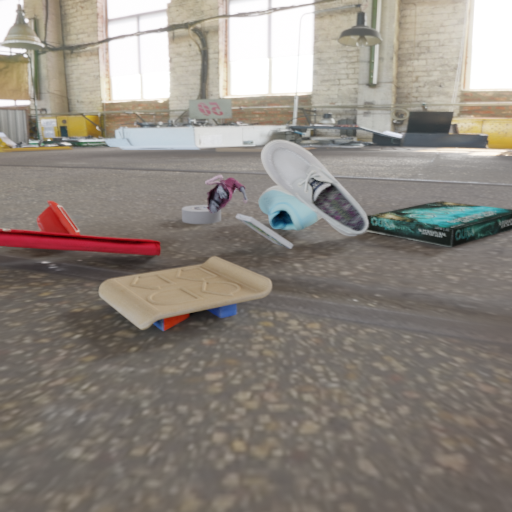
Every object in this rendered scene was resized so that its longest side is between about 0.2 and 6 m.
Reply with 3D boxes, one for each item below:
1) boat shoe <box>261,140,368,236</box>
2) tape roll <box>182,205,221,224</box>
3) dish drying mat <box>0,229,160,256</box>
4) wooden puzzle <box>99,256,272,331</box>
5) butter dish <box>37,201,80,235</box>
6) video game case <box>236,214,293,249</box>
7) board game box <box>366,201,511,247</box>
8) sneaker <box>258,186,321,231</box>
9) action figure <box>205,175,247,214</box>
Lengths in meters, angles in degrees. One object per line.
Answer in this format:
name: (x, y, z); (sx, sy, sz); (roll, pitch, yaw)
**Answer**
boat shoe: (1.235, -1.373, 11.580); (0.982, 2.727, 0.934); (-43, 7, 1)
tape roll: (-1.387, -1.054, 14.207); (0.987, 0.326, 0.987); (0, 15, 0)
dish drying mat: (-3.438, -0.267, 9.894); (3.451, 0.314, 1.325); (4, 1, -11)
wooden puzzle: (-0.997, 0.550, 7.749); (1.895, 0.439, 1.755); (-14, 19, -31)
butter dish: (-4.104, -0.549, 11.347); (0.747, 1.011, 1.008); (-35, 11, -9)
video game case: (0.149, -0.492, 10.966); (1.014, 0.112, 0.925); (33, -3, -21)
board game box: (4.361, -0.806, 12.972); (3.194, 0.450, 2.160); (-12, 19, -41)
sneaker: (0.542, -1.080, 13.197); (0.952, 0.859, 2.324); (-33, 22, -22)
action figure: (-0.759, -1.531, 12.981); (0.894, 0.993, 1.334); (-16, 23, 27)
